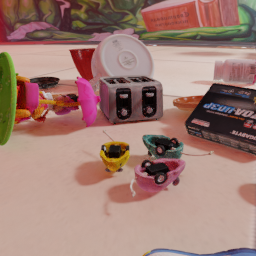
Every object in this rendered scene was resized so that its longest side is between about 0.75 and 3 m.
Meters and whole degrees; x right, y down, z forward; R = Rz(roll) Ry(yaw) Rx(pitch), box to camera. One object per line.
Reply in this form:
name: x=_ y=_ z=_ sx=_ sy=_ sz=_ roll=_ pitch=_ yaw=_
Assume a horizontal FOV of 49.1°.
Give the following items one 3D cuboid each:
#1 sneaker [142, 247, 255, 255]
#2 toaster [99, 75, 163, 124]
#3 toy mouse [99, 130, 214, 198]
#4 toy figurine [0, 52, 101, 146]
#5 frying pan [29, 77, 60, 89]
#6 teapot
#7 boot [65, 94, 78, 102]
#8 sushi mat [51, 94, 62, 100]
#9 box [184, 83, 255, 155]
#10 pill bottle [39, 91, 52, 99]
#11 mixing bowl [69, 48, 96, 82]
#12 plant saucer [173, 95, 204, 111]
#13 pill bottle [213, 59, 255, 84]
sneaker: x=0.911 y=1.658 z=2.818 sx=1.667 sy=0.616 sz=0.686 roll=-6 pitch=19 yaw=8
toaster: x=0.034 y=-0.982 z=8.936 sx=1.756 sy=1.152 sz=1.941 roll=-5 pitch=21 yaw=-15
toy mouse: x=0.555 y=0.673 z=5.516 sx=2.220 sy=0.483 sz=2.498 roll=-1 pitch=21 yaw=-2
toy figurine: x=-2.217 y=-0.620 z=7.779 sx=2.734 sy=2.230 sz=2.970 roll=1 pitch=-9 yaw=-37
frying pan: x=-3.612 y=-2.001 z=12.687 sx=1.506 sy=0.405 sz=2.490 roll=-18 pitch=29 yaw=-37
teapot: x=-0.390 y=-2.231 z=11.201 sx=2.674 sy=2.639 sz=1.953 roll=15 pitch=-22 yaw=-19
boot: x=-2.004 y=-1.129 z=10.460 sx=0.992 sy=0.343 sz=0.864 roll=-5 pitch=22 yaw=-6
sushi mat: x=-3.653 y=-1.153 z=10.822 sx=2.060 sy=0.125 sz=0.986 roll=-1 pitch=22 yaw=0
box: x=2.707 y=-0.304 z=6.989 sx=2.045 sy=0.470 sz=1.626 roll=20 pitch=62 yaw=41
pill bottle: x=-3.189 y=-0.960 z=9.684 sx=1.054 sy=0.576 sz=0.576 roll=-9 pitch=23 yaw=-26
mixing bowl: x=-1.185 y=-2.933 z=13.204 sx=3.001 sy=1.625 sz=3.001 roll=-2 pitch=16 yaw=1
plant saucer: x=2.379 y=-0.792 z=8.906 sx=1.882 sy=0.304 sz=1.882 roll=-5 pitch=13 yaw=1
pill bottle: x=5.247 y=-2.769 z=13.634 sx=2.027 sy=1.149 sz=1.149 roll=6 pitch=22 yaw=15
